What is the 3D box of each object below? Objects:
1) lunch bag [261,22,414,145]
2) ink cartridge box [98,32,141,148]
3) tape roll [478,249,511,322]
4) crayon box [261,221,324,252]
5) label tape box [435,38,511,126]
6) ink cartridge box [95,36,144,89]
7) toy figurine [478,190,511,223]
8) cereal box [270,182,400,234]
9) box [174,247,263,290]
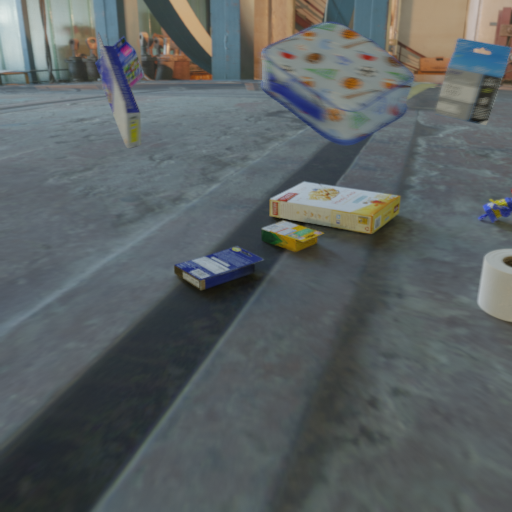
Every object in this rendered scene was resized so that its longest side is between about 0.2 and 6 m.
[{"bbox_3d":[1.608,-3.790,12.174,2.485,1.172,3.101,-34,59,-23],"label":"lunch bag"},{"bbox_3d":[-2.012,-2.431,8.294,0.289,1.215,1.230,-17,-15,-19],"label":"ink cartridge box"},{"bbox_3d":[4.251,0.474,9.040,1.193,0.819,1.193,0,22,0],"label":"tape roll"},{"bbox_3d":[0.768,-0.401,11.852,1.159,0.299,0.728,20,30,41],"label":"crayon box"},{"bbox_3d":[4.142,-3.332,10.758,1.008,1.408,0.465,19,39,19],"label":"label tape box"},{"bbox_3d":[-2.848,-3.915,11.786,0.300,0.852,1.429,44,-7,7],"label":"ink cartridge box"},{"bbox_3d":[5.769,-0.943,12.965,1.158,1.019,1.932,-23,11,23],"label":"toy figurine"},{"bbox_3d":[1.899,-1.211,13.501,2.638,0.521,1.898,13,26,29],"label":"cereal box"},{"bbox_3d":[-0.672,0.207,10.444,1.474,0.239,0.893,-19,29,-35],"label":"box"}]
